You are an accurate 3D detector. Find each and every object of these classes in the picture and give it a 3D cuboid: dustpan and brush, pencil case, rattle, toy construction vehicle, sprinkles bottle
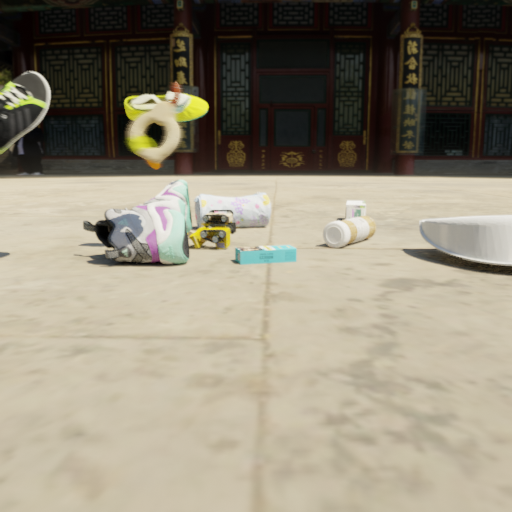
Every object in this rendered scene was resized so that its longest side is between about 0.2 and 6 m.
[{"bbox_3d":[4.471,-0.123,9.177,2.705,1.109,3.876,-2,3,1],"label":"dustpan and brush"},{"bbox_3d":[-0.609,-1.170,14.573,2.000,0.907,0.831,-4,25,-15],"label":"pencil case"},{"bbox_3d":[-1.413,-2.044,9.046,0.819,1.258,0.898,25,-4,30],"label":"rattle"},{"bbox_3d":[-1.178,-0.479,12.044,1.755,0.618,1.528,0,21,19],"label":"toy construction vehicle"},{"bbox_3d":[2.038,-0.535,12.074,0.549,0.549,1.609,7,12,34],"label":"sprinkles bottle"}]

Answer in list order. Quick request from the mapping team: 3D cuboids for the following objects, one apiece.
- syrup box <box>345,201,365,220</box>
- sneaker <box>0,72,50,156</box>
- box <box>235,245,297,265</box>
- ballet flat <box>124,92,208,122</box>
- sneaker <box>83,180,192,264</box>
[{"bbox_3d":[2.846,-1.254,16.035,0.567,0.549,1.393,2,10,9],"label":"syrup box"},{"bbox_3d":[-3.917,-2.218,8.779,0.722,2.013,0.834,30,-25,-7],"label":"sneaker"},{"bbox_3d":[0.170,-0.021,10.076,1.047,0.257,0.431,-3,11,-15],"label":"box"},{"bbox_3d":[-1.699,-2.772,10.336,1.574,0.526,0.527,-1,-27,11],"label":"ballet flat"},{"bbox_3d":[-2.254,-0.683,10.641,1.974,1.097,2.822,-5,22,-3],"label":"sneaker"}]
